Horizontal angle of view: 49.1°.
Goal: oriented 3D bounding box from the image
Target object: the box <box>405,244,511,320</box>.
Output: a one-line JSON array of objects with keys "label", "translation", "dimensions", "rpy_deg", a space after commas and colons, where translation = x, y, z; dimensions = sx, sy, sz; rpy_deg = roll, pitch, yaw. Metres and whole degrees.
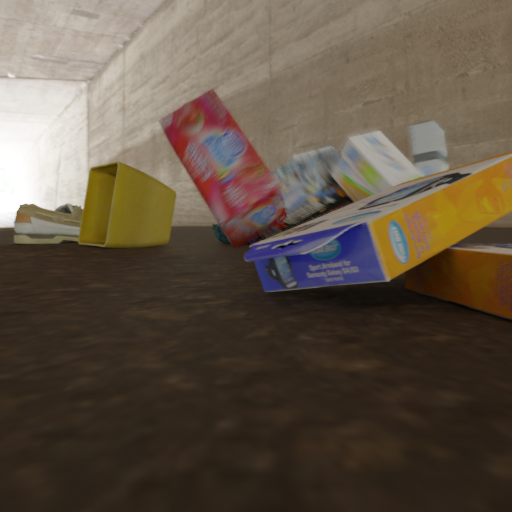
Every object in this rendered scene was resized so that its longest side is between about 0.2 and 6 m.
[{"label": "box", "translation": [2.257, 0.162, 4.202], "dimensions": [1.439, 0.501, 2.417], "rpy_deg": [0, 2, -8]}]

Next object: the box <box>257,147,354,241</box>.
[{"label": "box", "translation": [1.070, -1.169, 10.983], "dimensions": [2.889, 0.576, 1.978], "rpy_deg": [-26, 40, -26]}]

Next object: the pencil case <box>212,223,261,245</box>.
[{"label": "pencil case", "translation": [-0.482, -0.666, 14.847], "dimensions": [0.657, 0.713, 1.543], "rpy_deg": [2, 3, -38]}]

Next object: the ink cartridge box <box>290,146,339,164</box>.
[{"label": "ink cartridge box", "translation": [1.550, -2.038, 13.051], "dimensions": [1.275, 0.536, 0.931], "rpy_deg": [-19, 44, -31]}]

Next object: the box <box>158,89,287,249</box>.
[{"label": "box", "translation": [-0.556, -1.483, 9.580], "dimensions": [1.131, 2.368, 1.181], "rpy_deg": [-31, -23, -3]}]

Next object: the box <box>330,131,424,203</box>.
[{"label": "box", "translation": [2.218, -1.288, 9.870], "dimensions": [0.826, 1.630, 0.917], "rpy_deg": [-18, -31, -32]}]

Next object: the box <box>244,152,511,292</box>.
[{"label": "box", "translation": [1.167, -0.270, 5.040], "dimensions": [2.589, 0.537, 1.541], "rpy_deg": [-26, 8, -33]}]

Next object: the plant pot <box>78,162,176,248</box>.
[{"label": "plant pot", "translation": [-3.073, -1.082, 13.677], "dimensions": [1.714, 1.943, 1.943], "rpy_deg": [10, -3, -36]}]

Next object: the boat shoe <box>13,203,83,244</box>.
[{"label": "boat shoe", "translation": [-5.222, -0.930, 15.811], "dimensions": [1.202, 1.100, 3.216], "rpy_deg": [3, 5, 35]}]

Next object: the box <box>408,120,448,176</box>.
[{"label": "box", "translation": [3.506, -1.350, 10.970], "dimensions": [0.483, 2.346, 1.829], "rpy_deg": [-7, 2, 25]}]
